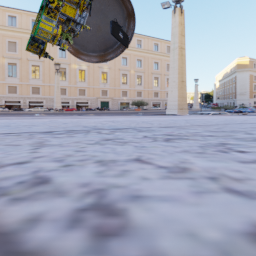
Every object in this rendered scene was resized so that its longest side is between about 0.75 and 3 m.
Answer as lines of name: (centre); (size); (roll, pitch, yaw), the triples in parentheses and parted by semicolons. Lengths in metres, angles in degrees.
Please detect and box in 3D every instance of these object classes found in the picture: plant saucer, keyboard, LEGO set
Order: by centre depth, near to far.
LEGO set: (-1.617, -2.594, 7.276); (1.420, 1.885, 2.451); (19, -13, -26)
keyboard: (-0.312, -3.019, 8.960); (0.237, 0.621, 1.194); (-1, -8, 25)
plant saucer: (-1.045, -3.449, 9.173); (2.619, 2.619, 0.420); (-1, 26, -15)
